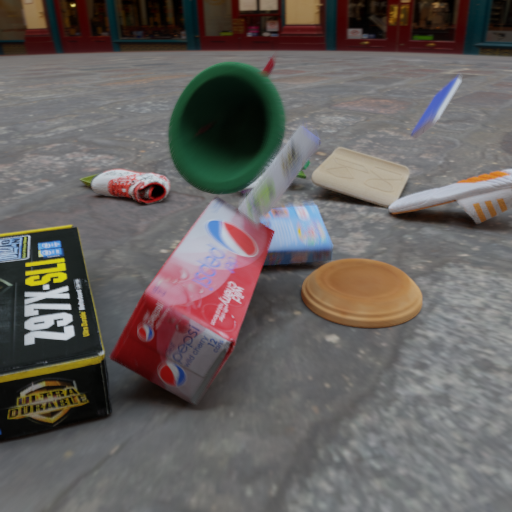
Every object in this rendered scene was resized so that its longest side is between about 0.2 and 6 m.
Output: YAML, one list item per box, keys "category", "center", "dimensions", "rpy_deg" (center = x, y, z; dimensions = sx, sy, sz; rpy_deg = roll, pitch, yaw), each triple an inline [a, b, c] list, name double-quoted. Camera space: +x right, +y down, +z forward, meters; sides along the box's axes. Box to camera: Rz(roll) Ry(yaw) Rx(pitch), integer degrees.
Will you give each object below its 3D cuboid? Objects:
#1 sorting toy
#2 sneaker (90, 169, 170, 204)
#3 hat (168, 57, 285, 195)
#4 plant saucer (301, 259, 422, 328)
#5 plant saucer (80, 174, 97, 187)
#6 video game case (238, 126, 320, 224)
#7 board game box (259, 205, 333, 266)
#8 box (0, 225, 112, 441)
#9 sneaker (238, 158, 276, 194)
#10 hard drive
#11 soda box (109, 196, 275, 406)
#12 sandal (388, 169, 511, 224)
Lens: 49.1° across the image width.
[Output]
- category: "sorting toy"
  center: [2.114, -2.011, 13.587]
  dimensions: [2.943, 0.433, 2.176]
  rpy_deg: [19, 35, 14]
- category: "sneaker"
  center: [-2.895, -1.577, 12.832]
  dimensions: [1.831, 0.612, 0.982]
  rpy_deg: [-1, 23, -9]
- category: "hat"
  center: [-0.083, -2.108, 9.394]
  dimensions: [1.912, 2.308, 2.032]
  rpy_deg: [41, 16, 14]
- category: "plant saucer"
  center: [1.646, 0.497, 8.765]
  dimensions: [1.871, 0.350, 1.871]
  rpy_deg: [1, 25, 0]
- category: "plant saucer"
  center: [-3.781, -1.825, 13.849]
  dimensions: [0.819, 0.196, 0.820]
  rpy_deg: [19, 31, 34]
- category: "video game case"
  center: [0.370, -1.167, 7.997]
  dimensions: [0.345, 1.377, 1.519]
  rpy_deg: [38, 11, -1]
- category: "board game box"
  center: [0.280, -0.376, 10.121]
  dimensions: [1.937, 0.354, 1.465]
  rpy_deg: [-5, 34, -4]
- category: "box"
  center: [-3.723, 0.876, 7.269]
  dimensions: [3.143, 0.971, 3.936]
  rpy_deg: [-7, 26, -18]
- category: "sneaker"
  center: [0.203, -2.228, 13.636]
  dimensions: [0.775, 1.031, 2.070]
  rpy_deg: [-15, 10, 40]
- category: "hard drive"
  center: [2.857, -2.347, 8.910]
  dimensions: [0.118, 0.616, 0.934]
  rpy_deg: [37, 67, -6]
- category: "soda box"
  center: [-0.684, 0.374, 7.633]
  dimensions: [1.190, 1.077, 3.398]
  rpy_deg: [31, 25, -5]
- category: "sandal"
  center: [4.344, -1.083, 11.692]
  dimensions: [3.012, 0.863, 1.154]
  rpy_deg: [-13, 13, 24]
